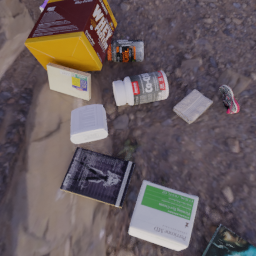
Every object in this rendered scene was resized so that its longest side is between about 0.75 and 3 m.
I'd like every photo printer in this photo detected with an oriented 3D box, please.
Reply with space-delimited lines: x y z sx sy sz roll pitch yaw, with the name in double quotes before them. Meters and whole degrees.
"photo printer" -1.313 -0.205 9.319 1.203 0.502 1.446 -12 45 1

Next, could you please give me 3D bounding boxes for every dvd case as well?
"dvd case" -1.012 1.650 9.604 2.180 0.174 1.621 14 63 8

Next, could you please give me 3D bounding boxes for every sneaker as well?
"sneaker" 3.877 -1.141 10.922 0.470 0.508 1.259 -16 63 -6

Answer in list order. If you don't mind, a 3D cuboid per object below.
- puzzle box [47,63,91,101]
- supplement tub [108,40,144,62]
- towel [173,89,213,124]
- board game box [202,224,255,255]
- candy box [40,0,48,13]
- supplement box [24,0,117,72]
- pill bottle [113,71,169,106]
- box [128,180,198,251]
"puzzle box" -2.271 -1.790 10.890 1.755 1.167 0.223 18 46 10
"supplement tub" -0.106 -3.250 11.826 1.488 0.912 0.912 -2 62 0
"towel" 2.522 -0.864 10.917 0.945 0.246 1.426 41 69 19
"board game box" 2.807 4.413 8.003 1.803 0.375 2.665 32 66 16
"candy box" -2.729 -5.884 13.302 1.866 0.796 2.224 22 65 11
"supplement box" -2.165 -3.792 11.222 2.563 1.725 2.599 2 60 24
"pill bottle" 0.466 -1.491 10.763 1.963 1.118 1.118 -12 62 -6
"box" 0.982 2.605 8.243 1.650 1.658 1.420 16 65 8
